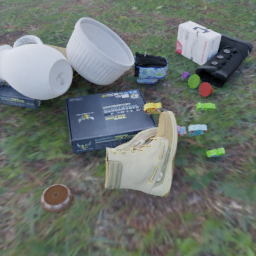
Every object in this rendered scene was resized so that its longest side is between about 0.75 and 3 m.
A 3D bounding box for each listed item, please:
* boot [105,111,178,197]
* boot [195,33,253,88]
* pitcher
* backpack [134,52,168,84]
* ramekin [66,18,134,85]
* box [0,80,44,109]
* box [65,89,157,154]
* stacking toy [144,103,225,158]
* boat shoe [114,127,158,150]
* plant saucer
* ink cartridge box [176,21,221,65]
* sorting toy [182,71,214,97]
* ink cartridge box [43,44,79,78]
[{"bbox_3d":[0.321,0.560,7.351,1.768,0.828,2.275,9,83,-6],"label":"boot"},{"bbox_3d":[3.741,-2.978,12.130,2.299,0.915,2.789,22,56,36],"label":"boot"},{"bbox_3d":[-3.330,-2.318,9.887,2.996,1.816,2.570,16,60,24],"label":"pitcher"},{"bbox_3d":[0.916,-2.392,11.324,1.310,0.962,1.199,1,42,1],"label":"backpack"},{"bbox_3d":[-1.149,-2.847,10.782,2.549,1.338,2.549,31,33,-23],"label":"ramekin"},{"bbox_3d":[-4.042,-1.483,10.701,1.942,0.496,1.532,9,45,9],"label":"box"},{"bbox_3d":[-0.632,-0.308,9.308,2.696,0.688,2.126,-9,45,-9],"label":"box"},{"bbox_3d":[1.726,0.049,8.557,2.334,0.548,1.760,-3,68,-5],"label":"stacking toy"},{"bbox_3d":[0.301,0.601,8.240,1.769,0.638,0.575,-28,54,-3],"label":"boat shoe"},{"bbox_3d":[-1.906,1.817,7.449,0.881,0.161,0.881,1,43,-1],"label":"plant saucer"},{"bbox_3d":[3.102,-3.762,12.514,0.774,1.328,1.835,-27,50,-26],"label":"ink cartridge box"},{"bbox_3d":[2.838,-1.772,11.144,0.556,0.560,1.616,1,34,-40],"label":"sorting toy"},{"bbox_3d":[-2.959,-2.736,11.457,2.070,0.777,1.705,14,31,8],"label":"ink cartridge box"}]
